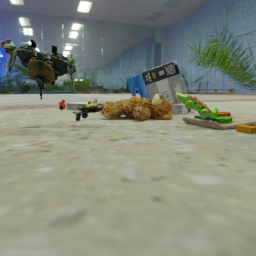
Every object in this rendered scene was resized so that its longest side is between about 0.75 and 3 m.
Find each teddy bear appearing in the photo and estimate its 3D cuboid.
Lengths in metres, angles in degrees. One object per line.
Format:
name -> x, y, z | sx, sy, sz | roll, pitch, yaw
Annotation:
teddy bear -> 0.258, -0.705, 9.212 | 2.435, 0.813, 1.766 | 3, 11, 23

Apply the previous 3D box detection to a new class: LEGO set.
LEGO set -> -1.775, -1.275, 6.854 | 1.805, 0.788, 2.779 | -7, -38, 20

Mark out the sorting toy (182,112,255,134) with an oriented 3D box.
sorting toy -> 2.754, -0.202, 7.393 | 1.699, 0.305, 2.280 | -4, 9, -24

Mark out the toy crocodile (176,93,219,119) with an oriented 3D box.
toy crocodile -> 1.696, -0.566, 6.917 | 1.159, 0.358, 0.391 | 29, 20, -7

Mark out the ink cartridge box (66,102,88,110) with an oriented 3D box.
ink cartridge box -> -1.787, -1.008, 12.923 | 1.590, 0.346, 1.380 | 5, 11, 32

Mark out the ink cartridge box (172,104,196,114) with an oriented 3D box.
ink cartridge box -> 2.217, -0.781, 11.254 | 0.845, 0.356, 0.611 | -6, 10, -37

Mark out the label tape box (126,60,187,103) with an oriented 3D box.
label tape box -> 1.104, -1.546, 10.800 | 2.058, 1.475, 0.680 | -18, 7, 8

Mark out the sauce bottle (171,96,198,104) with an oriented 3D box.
sauce bottle -> 2.449, -1.245, 13.655 | 0.635, 0.635, 1.963 | -7, 9, -41
